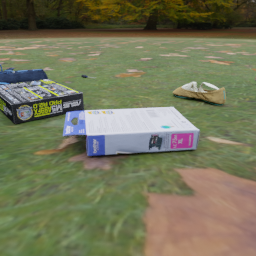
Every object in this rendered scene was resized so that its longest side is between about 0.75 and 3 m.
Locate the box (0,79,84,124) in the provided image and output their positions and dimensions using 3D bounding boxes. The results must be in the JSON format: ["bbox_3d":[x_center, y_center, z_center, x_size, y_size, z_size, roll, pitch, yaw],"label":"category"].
[{"bbox_3d":[-3.079,-0.997,9.275,2.216,0.612,2.767,-15,26,-34],"label":"box"}]

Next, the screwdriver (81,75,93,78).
[{"bbox_3d":[-1.945,-2.521,13.822,0.991,0.138,0.144,15,-3,39],"label":"screwdriver"}]

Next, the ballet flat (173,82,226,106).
[{"bbox_3d":[2.555,-1.349,10.095,2.125,0.670,0.729,19,29,40],"label":"ballet flat"}]

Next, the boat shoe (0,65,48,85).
[{"bbox_3d":[-4.409,-1.799,10.622,2.691,0.924,1.132,-6,-18,-40],"label":"boat shoe"}]

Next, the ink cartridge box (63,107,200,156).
[{"bbox_3d":[-0.021,0.024,6.686,2.913,0.611,1.738,-1,21,-10],"label":"ink cartridge box"}]
